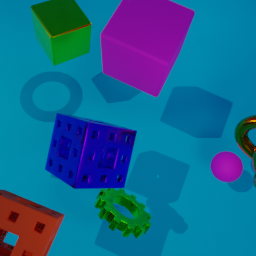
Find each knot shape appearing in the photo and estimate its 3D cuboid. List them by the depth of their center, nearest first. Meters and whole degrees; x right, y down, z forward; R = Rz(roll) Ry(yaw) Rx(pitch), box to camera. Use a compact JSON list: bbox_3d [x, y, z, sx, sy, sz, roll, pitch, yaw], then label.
[{"bbox_3d":[2.772,0.694,5.406,0.802,1.735,1.624,-22,35,12],"label":"knot shape"}]

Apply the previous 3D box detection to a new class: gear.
[{"bbox_3d":[-0.096,1.784,6.044,1.278,1.278,0.236,34,107,8],"label":"gear"}]

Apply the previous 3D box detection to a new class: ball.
[{"bbox_3d":[2.308,0.906,6.560,0.719,0.719,0.719,0,75,0],"label":"ball"}]

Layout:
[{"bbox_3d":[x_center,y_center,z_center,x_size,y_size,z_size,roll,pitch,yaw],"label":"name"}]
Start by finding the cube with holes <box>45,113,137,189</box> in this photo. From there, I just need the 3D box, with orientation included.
[{"bbox_3d":[-0.748,0.446,5.580,1.174,1.174,1.174,15,94,48],"label":"cube with holes"}]

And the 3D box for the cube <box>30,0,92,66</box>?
[{"bbox_3d":[-1.624,-2.394,6.901,1.054,1.054,1.054,-28,73,-21],"label":"cube"}]

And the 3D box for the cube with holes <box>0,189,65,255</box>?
[{"bbox_3d":[-1.888,1.784,4.493,1.221,1.221,1.221,23,74,-2],"label":"cube with holes"}]

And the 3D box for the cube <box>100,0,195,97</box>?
[{"bbox_3d":[0.352,-1.708,5.726,1.350,1.350,1.350,25,71,6],"label":"cube"}]
